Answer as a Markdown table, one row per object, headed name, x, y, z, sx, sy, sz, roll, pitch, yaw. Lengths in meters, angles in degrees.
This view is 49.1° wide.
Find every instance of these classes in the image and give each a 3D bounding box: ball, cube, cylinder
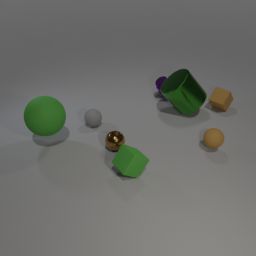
| name | x | y | z | sx | sy | sz | roll | pitch | yaw |
| --- | --- | --- | --- | --- | --- | --- | --- | --- | --- |
| ball | -2.849 | -0.409 | 9.643 | 1.400 | 1.400 | 1.400 | 0 | 32 | 0 |
| cube | 4.052 | -1.251 | 12.194 | 0.700 | 0.700 | 0.700 | 29 | 85 | 38 |
| cylinder | 1.699 | -1.992 | 13.227 | 0.700 | 0.700 | 0.700 | 13 | -6 | 20 |
| ball | 2.940 | 0.349 | 9.608 | 0.700 | 0.700 | 0.700 | 0 | 32 | 0 |
| cube | 0.073 | 1.015 | 8.581 | 0.700 | 0.700 | 0.700 | 23 | 12 | -45 |
| cylinder | 2.324 | -1.502 | 11.707 | 1.400 | 1.400 | 1.400 | -36 | 28 | 22 |
| ball | -0.452 | 0.437 | 9.761 | 0.700 | 0.700 | 0.700 | 0 | 32 | 0 |
| ball | -1.374 | -0.417 | 11.057 | 0.700 | 0.700 | 0.700 | 0 | 32 | 0 |
